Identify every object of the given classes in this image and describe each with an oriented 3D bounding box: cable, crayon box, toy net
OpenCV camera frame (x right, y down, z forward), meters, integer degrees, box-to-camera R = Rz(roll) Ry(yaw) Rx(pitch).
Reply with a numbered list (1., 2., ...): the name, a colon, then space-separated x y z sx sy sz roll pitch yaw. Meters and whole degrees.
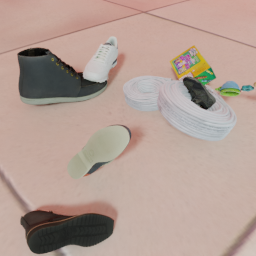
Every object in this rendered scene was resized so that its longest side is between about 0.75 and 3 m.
1. cable: 0.651 -1.161 9.170 1.595 0.552 1.595 19 45 24
2. crayon box: 2.150 -2.008 9.503 1.040 0.510 1.752 -31 37 16
3. toy net: 3.523 -1.013 8.004 1.891 0.992 0.365 6 80 3
4. cable: 1.843 -0.540 7.731 2.239 0.775 2.238 1 37 -32

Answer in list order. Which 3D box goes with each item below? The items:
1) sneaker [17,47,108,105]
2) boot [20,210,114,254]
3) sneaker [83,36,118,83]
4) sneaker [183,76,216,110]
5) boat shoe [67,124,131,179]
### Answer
1. sneaker: -1.939 -1.746 8.933 2.997 1.592 1.121 -15 41 -30
2. boot: -1.221 1.845 5.531 1.651 0.640 1.142 7 1 -32
3. sneaker: -0.904 -2.376 9.650 0.891 0.939 2.334 19 39 -1
4. sneaker: 1.825 -0.907 7.626 0.625 0.417 1.091 -41 87 -24
5. boat shoe: -0.579 0.518 6.180 0.612 1.955 0.696 -13 67 -55
